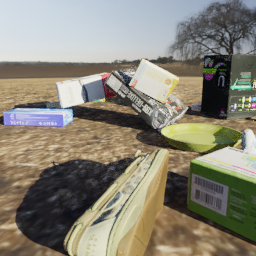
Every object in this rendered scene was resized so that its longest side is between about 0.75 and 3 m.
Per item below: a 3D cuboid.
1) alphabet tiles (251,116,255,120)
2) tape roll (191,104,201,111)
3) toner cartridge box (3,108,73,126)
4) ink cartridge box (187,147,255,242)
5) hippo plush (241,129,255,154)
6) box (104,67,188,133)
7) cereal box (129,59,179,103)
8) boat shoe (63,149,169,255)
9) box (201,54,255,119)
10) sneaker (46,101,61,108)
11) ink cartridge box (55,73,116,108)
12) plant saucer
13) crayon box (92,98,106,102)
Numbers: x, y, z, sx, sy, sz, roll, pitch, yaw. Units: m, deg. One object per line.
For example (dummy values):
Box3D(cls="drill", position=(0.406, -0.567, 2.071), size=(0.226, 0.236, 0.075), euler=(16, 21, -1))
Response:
Box3D(cls="alphabet tiles", position=(6.905, -0.657, 12.706), size=(2.668, 0.101, 2.230), euler=(-17, 17, -34))
Box3D(cls="tape roll", position=(4.010, -1.083, 15.075), size=(1.183, 0.216, 1.183), euler=(1, 13, 0))
Box3D(cls="toner cartridge box", position=(-3.747, -0.471, 11.810), size=(2.548, 0.550, 1.210), euler=(1, 14, 6))
Box3D(cls="ink cartridge box", position=(2.564, 0.966, 5.006), size=(2.516, 0.953, 1.859), euler=(-12, 18, -39))
Box3D(cls="hippo plush", position=(3.371, 0.493, 7.165), size=(0.875, 0.867, 1.088), euler=(4, 14, 20))
Box3D(cls="box", position=(0.806, -1.275, 11.274), size=(2.911, 0.724, 2.296), euler=(42, 30, 12))
Box3D(cls="cereal box", position=(0.923, -1.678, 10.102), size=(1.501, 1.080, 0.297), euler=(28, 35, -6))
Box3D(cls="boat shoe", position=(0.065, 1.026, 4.519), size=(0.915, 1.070, 2.918), euler=(7, 15, 16))
Box3D(cls="box", position=(4.808, -2.002, 13.246), size=(1.766, 2.842, 2.111), euler=(-5, 14, -19))
Box3D(cls="sneaker", position=(-4.039, -1.343, 15.773), size=(1.050, 0.393, 0.444), euler=(1, 18, 5))
Box3D(cls="ink cartridge box", position=(-1.980, -1.782, 12.899), size=(2.526, 1.058, 1.822), euler=(-15, 15, -14))
Box3D(cls="plant saucer", position=(2.318, 0.313, 8.926), size=(2.539, 0.394, 2.539), euler=(1, 14, 0))
Box3D(cls="crayon box", position=(-2.443, -2.106, 18.616), size=(1.868, 0.545, 1.612), euler=(0, 15, 0))
